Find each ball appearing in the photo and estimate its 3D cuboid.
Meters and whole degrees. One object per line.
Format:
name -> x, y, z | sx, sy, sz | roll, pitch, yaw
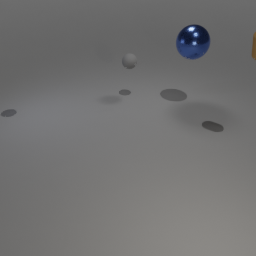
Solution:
ball -> 2.692, -3.551, 11.608 | 1.400, 1.400, 1.400 | 0, 31, 0
ball -> 0.070, -3.065, 12.887 | 0.700, 0.700, 0.700 | 0, 31, 0

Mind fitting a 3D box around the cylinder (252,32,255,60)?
cylinder -> 3.991, -2.409, 8.125 | 0.700, 0.700, 0.700 | -9, 42, 8
